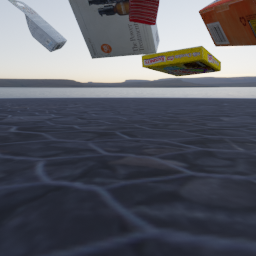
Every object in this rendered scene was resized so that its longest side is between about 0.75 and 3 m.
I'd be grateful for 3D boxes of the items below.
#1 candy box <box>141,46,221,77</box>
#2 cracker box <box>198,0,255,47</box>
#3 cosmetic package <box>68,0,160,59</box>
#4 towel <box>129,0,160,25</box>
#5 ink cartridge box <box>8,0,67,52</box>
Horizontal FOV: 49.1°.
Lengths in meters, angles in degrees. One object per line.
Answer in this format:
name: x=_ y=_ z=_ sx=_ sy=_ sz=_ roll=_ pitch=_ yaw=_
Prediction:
candy box: x=1.481 y=-1.622 z=7.124 sx=1.379 sy=0.356 sz=2.697 roll=0 pitch=5 yaw=26
cracker box: x=2.705 y=-2.278 z=4.183 sx=2.781 sy=0.802 sz=1.862 roll=-33 pitch=17 yaw=3
cosmetic package: x=-0.423 y=-3.345 z=7.802 sx=2.158 sy=2.863 sz=0.740 roll=1 pitch=51 yaw=20
towel: x=0.352 y=-2.700 z=6.379 sx=0.685 sy=0.106 sz=0.947 roll=11 pitch=-16 yaw=3
ink cartridge box: x=-2.692 y=-2.997 z=8.235 sx=1.747 sy=0.413 sz=1.399 roll=39 pitch=15 yaw=-14
